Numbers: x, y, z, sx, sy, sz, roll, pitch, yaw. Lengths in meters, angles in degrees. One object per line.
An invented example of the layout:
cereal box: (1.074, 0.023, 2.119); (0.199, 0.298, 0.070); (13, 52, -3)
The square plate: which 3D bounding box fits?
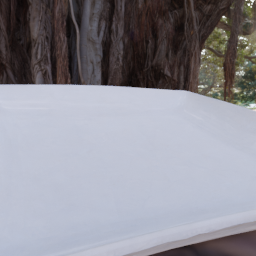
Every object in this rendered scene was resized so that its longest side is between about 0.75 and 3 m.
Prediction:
square plate: (0.062, 0.058, 2.179); (2.601, 0.374, 2.626); (-1, 19, -23)
